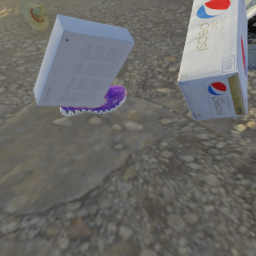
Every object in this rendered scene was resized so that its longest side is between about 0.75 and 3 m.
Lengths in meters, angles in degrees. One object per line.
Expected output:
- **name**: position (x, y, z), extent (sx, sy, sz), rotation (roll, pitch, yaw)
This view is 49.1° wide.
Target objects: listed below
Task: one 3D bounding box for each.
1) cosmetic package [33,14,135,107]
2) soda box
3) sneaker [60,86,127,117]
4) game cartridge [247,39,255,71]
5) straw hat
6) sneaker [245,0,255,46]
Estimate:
- **cosmetic package**: position (-0.511, -0.653, 3.054), extent (0.782, 1.037, 0.268), rotation (-4, 56, -36)
- **soda box**: position (1.438, -1.330, 4.441), extent (0.787, 0.842, 2.472), rotation (-5, 50, 29)
- **sneaker**: position (-0.561, -0.475, 4.060), extent (1.066, 0.471, 0.429), rotation (-7, 48, 12)
- **game cartridge**: position (3.424, -2.941, 7.343), extent (0.596, 2.868, 1.910), rotation (-19, 18, -21)
- **straw hat**: position (-2.384, -3.087, 7.528), extent (0.382, 0.904, 0.904), rotation (-19, 30, 35)
- **sneaker**: position (2.569, -2.857, 7.102), extent (1.123, 2.993, 1.729), rotation (7, 75, -30)
